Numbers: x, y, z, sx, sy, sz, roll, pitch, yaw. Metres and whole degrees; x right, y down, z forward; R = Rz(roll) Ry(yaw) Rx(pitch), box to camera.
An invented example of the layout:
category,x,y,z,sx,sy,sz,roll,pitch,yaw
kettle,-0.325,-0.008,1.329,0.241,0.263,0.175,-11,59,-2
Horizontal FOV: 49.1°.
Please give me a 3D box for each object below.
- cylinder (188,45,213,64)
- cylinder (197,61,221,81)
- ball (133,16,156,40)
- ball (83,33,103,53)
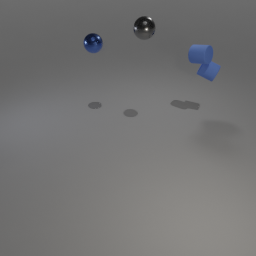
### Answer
category,x,y,z,sx,sy,sz,roll,pitch,yaw
cylinder,2.781,-2.813,10.710,0.700,0.700,0.700,17,35,40
cylinder,3.255,-2.346,11.328,0.700,0.700,0.700,29,37,4
ball,0.511,-3.112,8.734,0.700,0.700,0.700,0,32,0
ball,-1.259,-3.065,10.132,0.700,0.700,0.700,0,32,0
